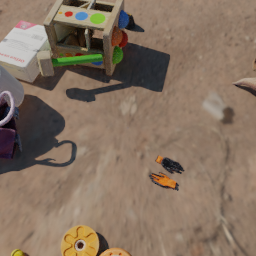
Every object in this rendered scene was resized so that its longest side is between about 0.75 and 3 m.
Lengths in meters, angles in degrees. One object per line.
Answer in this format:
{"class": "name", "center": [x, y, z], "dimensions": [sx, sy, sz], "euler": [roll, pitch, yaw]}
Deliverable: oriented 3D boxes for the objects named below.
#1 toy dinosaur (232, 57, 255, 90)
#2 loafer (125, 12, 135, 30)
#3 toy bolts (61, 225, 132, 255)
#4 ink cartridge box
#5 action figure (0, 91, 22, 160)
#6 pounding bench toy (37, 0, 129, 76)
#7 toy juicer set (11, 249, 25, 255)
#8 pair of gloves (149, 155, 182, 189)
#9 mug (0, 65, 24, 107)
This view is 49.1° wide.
{"class": "toy dinosaur", "center": [4.690, -1.307, 8.657], "dimensions": [2.570, 1.103, 1.742], "euler": [-5, 74, 7]}
{"class": "loafer", "center": [-0.409, -4.374, 10.739], "dimensions": [1.579, 0.571, 0.575], "euler": [28, 64, 16]}
{"class": "toy bolts", "center": [-1.010, 3.044, 5.778], "dimensions": [1.925, 1.398, 2.016], "euler": [37, 66, 20]}
{"class": "ink cartridge box", "center": [-3.483, -2.636, 9.552], "dimensions": [1.416, 0.800, 1.932], "euler": [19, 61, 11]}
{"class": "action figure", "center": [-4.196, 0.237, 7.284], "dimensions": [2.623, 1.953, 1.757], "euler": [-4, 64, -19]}
{"class": "pounding bench toy", "center": [-1.310, -2.676, 8.998], "dimensions": [2.266, 1.804, 2.905], "euler": [12, 60, 7]}
{"class": "toy juicer set", "center": [-2.772, 3.214, 6.248], "dimensions": [1.579, 0.430, 1.004], "euler": [5, 59, 4]}
{"class": "pair of gloves", "center": [1.029, 1.201, 7.655], "dimensions": [0.772, 0.107, 0.867], "euler": [20, 58, 13]}
{"class": "mug", "center": [-3.845, -1.277, 8.267], "dimensions": [1.343, 1.377, 1.677], "euler": [-22, 69, 13]}
